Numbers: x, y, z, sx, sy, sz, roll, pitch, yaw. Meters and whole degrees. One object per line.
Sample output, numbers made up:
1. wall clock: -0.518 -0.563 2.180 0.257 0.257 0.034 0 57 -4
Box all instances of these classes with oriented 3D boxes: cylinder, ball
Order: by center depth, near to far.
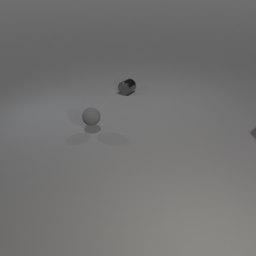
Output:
1. ball: -1.392 -0.432 10.633 0.700 0.700 0.700 0 29 0
2. cylinder: -0.045 -2.122 14.449 0.700 0.700 0.700 18 34 29
